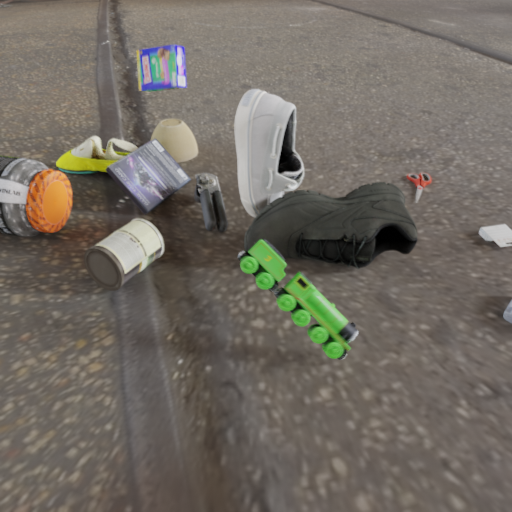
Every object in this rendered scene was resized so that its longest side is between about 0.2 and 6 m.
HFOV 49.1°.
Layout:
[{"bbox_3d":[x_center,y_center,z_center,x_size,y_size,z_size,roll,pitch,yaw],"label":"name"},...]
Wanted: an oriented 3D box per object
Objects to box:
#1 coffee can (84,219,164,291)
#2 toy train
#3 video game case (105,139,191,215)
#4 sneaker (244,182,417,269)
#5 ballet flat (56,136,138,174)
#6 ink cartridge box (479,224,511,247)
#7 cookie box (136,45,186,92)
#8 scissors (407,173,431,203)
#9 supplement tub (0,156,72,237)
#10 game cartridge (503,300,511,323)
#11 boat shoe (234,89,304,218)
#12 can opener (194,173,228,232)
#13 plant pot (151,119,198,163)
[{"bbox_3d":[-2.307,-0.041,9.863,0.846,0.846,1.156,18,37,25],"label":"coffee can"},{"bbox_3d":[0.623,0.613,8.077,0.603,2.138,0.446,-45,2,0],"label":"toy train"},{"bbox_3d":[-2.340,-1.792,12.397,1.258,0.167,1.761,49,42,-7],"label":"video game case"},{"bbox_3d":[1.413,-0.417,10.179,3.265,1.240,1.482,-13,49,-7],"label":"sneaker"},{"bbox_3d":[-3.592,-2.372,13.330,2.674,0.896,0.893,11,33,17],"label":"ballet flat"},{"bbox_3d":[4.804,-0.347,10.975,0.563,0.198,0.693,-8,42,-11],"label":"ink cartridge box"},{"bbox_3d":[-1.961,-3.858,11.575,0.983,0.841,0.369,3,11,28],"label":"cookie box"},{"bbox_3d":[3.810,-1.573,12.842,0.556,0.106,1.519,5,32,3],"label":"scissors"},{"bbox_3d":[-5.048,-1.211,11.007,2.504,1.534,1.534,8,34,13],"label":"supplement tub"},{"bbox_3d":[4.777,0.975,8.885,1.398,0.283,0.932,24,44,31],"label":"game cartridge"},{"bbox_3d":[0.342,-1.615,9.882,1.009,2.944,1.060,20,54,18],"label":"boat shoe"},{"bbox_3d":[-0.981,-1.090,11.831,0.491,0.616,1.841,4,44,-19],"label":"can opener"},{"bbox_3d":[-2.146,-3.028,14.379,1.257,0.844,1.257,0,33,0],"label":"plant pot"}]
